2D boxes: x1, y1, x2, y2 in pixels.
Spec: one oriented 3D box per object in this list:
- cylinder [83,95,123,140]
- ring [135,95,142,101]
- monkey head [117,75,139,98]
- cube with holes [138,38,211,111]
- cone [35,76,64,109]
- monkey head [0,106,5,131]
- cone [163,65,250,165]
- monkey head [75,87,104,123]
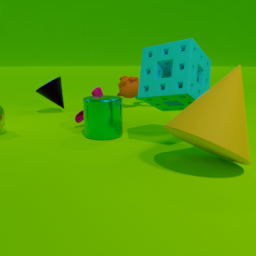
[{"bbox_3d":[-0.653,-0.302,7.432,1.026,1.026,1.026,0,14,0],"label":"cylinder"},{"bbox_3d":[1.115,-1.509,12.720,1.664,0.333,1.664,-4,14,1],"label":"ring"},{"bbox_3d":[0.020,-1.757,11.943,1.502,0.905,1.081,-21,28,-10],"label":"monkey head"},{"bbox_3d":[1.135,-1.172,6.670,1.239,1.239,1.239,-1,-12,35],"label":"cube with holes"},{"bbox_3d":[-2.730,-1.199,10.643,1.107,1.111,1.107,-29,12,7],"label":"cone"},{"bbox_3d":[-3.773,-0.268,7.527,0.901,1.252,0.754,-7,-11,-8],"label":"monkey head"},{"bbox_3d":[1.765,-0.424,5.246,1.676,1.682,1.676,25,-3,1],"label":"cone"},{"bbox_3d":[-0.966,-0.711,8.475,0.883,1.054,1.465,4,35,44],"label":"monkey head"}]
